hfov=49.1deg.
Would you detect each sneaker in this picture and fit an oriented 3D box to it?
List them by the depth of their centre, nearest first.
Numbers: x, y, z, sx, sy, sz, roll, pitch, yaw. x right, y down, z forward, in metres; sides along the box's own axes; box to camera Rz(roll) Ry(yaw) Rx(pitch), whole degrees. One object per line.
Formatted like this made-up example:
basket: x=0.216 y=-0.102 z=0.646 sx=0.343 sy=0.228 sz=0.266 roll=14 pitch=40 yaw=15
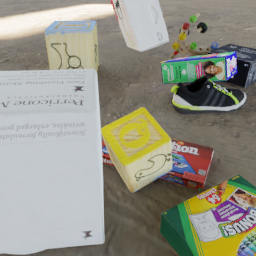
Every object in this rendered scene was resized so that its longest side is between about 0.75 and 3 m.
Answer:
sneaker: x=2.867 y=-1.205 z=9.676 sx=2.857 sy=1.183 sz=1.025 roll=-8 pitch=33 yaw=-13

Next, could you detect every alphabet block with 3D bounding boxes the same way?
alphabet block: x=0.220 y=0.499 z=6.411 sx=1.201 sy=1.229 sz=1.207 roll=-30 pitch=53 yaw=-12
alphabet block: x=-2.421 y=-3.556 z=12.615 sx=2.052 sy=2.100 sz=2.063 roll=2 pitch=32 yaw=1

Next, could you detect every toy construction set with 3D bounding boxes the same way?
toy construction set: x=2.653 y=-3.549 z=13.171 sx=1.976 sy=2.145 sz=2.571 roll=-45 pitch=10 yaw=-16

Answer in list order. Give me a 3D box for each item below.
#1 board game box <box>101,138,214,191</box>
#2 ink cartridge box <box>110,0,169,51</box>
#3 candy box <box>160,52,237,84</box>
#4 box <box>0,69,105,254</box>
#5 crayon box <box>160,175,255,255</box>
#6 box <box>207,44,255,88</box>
board game box: x=0.666 y=0.686 z=7.490 sx=2.959 sy=0.288 sz=1.523 roll=13 pitch=33 yaw=19
ink cartridge box: x=0.267 y=-3.059 z=7.829 sx=0.891 sy=1.535 sz=2.080 roll=-22 pitch=21 yaw=0
candy box: x=2.799 y=-2.345 z=10.941 sx=2.448 sy=0.943 sz=2.070 roll=0 pitch=17 yaw=30
box: x=-1.925 y=0.591 z=5.097 sx=2.902 sy=2.917 sz=1.907 roll=-3 pitch=32 yaw=-7
crayon box: x=1.986 y=1.937 z=5.123 sx=2.136 sy=0.623 sz=1.843 roll=-18 pitch=36 yaw=-26
box: x=4.762 y=-2.777 z=12.225 sx=1.996 sy=1.172 sz=1.963 roll=-28 pitch=41 yaw=-37
